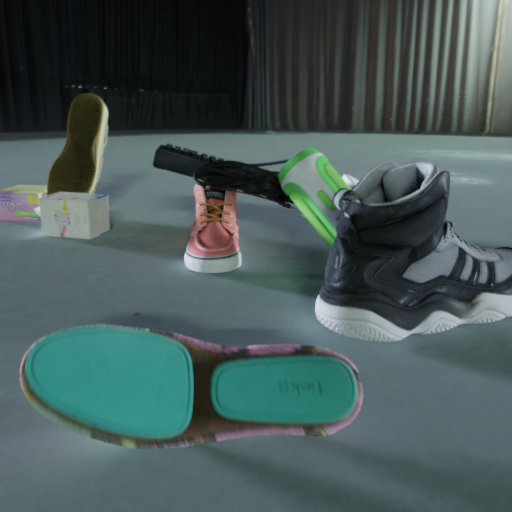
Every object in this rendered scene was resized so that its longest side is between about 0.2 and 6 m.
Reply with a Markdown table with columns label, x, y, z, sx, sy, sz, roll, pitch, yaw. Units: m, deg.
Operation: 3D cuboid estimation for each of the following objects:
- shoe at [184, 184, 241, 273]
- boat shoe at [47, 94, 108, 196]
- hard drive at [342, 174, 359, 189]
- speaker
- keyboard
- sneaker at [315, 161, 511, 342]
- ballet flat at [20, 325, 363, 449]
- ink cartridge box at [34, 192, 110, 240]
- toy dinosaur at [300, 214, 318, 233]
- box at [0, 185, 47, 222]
| label | x | y | z | sx | sy | sz | roll | pitch | yaw |
| --- | --- | --- | --- | --- | --- | --- | --- | --- | --- |
| shoe | -0.742 | -0.579 | 9.520 | 0.921 | 1.173 | 2.579 | -1 | 16 | -3 |
| boat shoe | -3.935 | -2.170 | 12.657 | 1.040 | 2.850 | 0.897 | 9 | -4 | 3 |
| hard drive | 2.083 | -1.026 | 10.042 | 0.936 | 0.189 | 1.419 | 25 | 19 | -13 |
| speaker | 1.211 | -0.661 | 8.520 | 0.893 | 0.893 | 2.019 | -19 | 67 | -49 |
| keyboard | 0.194 | -1.498 | 9.862 | 3.879 | 0.769 | 2.019 | 13 | 19 | -9 |
| sneaker | 2.248 | -0.185 | 6.764 | 3.362 | 1.913 | 1.269 | -9 | 18 | -28 |
| ballet flat | -0.465 | 1.062 | 4.410 | 2.554 | 0.883 | 0.909 | 4 | -21 | -10 |
| ink cartridge box | -3.652 | -0.816 | 11.098 | 1.229 | 0.770 | 0.790 | 4 | 16 | 15 |
| toy dinosaur | 2.061 | -0.725 | 11.059 | 2.371 | 0.913 | 1.213 | 7 | 31 | 5 |
| box | -5.192 | -1.223 | 12.815 | 1.133 | 0.623 | 1.288 | 1 | 15 | 4 |
